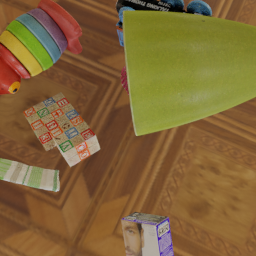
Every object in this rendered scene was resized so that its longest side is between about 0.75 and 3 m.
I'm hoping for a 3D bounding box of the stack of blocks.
[{"bbox_3d":[-1.557,0.044,6.458,1.035,0.526,1.797,-31,52,-17],"label":"stack of blocks"}]

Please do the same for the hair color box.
[{"bbox_3d":[0.435,2.593,5.628,0.890,0.528,1.628,-7,91,41],"label":"hair color box"}]

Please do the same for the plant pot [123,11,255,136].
[{"bbox_3d":[1.247,-1.110,5.183,2.439,2.282,2.282,-6,77,4],"label":"plant pot"}]

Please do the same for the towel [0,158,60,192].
[{"bbox_3d":[-2.065,0.938,5.789,1.315,0.981,0.202,18,94,-17],"label":"towel"}]

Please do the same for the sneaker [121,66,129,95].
[{"bbox_3d":[0.198,-1.073,7.050,0.495,0.417,1.131,-8,65,-37],"label":"sneaker"}]

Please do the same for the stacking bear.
[{"bbox_3d":[-2.097,-1.508,5.700,1.199,1.280,2.108,44,77,0],"label":"stacking bear"}]

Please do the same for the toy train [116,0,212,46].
[{"bbox_3d":[0.890,-2.390,6.773,2.605,1.488,1.129,25,71,20],"label":"toy train"}]
